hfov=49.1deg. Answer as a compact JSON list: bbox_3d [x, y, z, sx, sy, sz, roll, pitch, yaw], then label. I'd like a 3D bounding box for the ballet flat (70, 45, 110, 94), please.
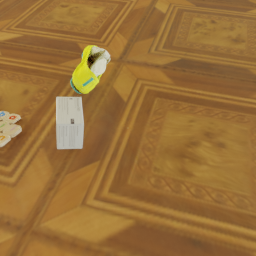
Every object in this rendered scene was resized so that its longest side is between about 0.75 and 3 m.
[{"bbox_3d":[-0.899,-1.774,7.787,0.815,0.812,2.430,-30,28,26],"label":"ballet flat"}]

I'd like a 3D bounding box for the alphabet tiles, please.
[{"bbox_3d":[-3.504,0.030,6.799,1.665,0.122,1.628,13,36,14],"label":"alphabet tiles"}]

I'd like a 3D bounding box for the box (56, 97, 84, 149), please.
[{"bbox_3d":[-1.310,-0.111,6.264,0.566,0.866,0.862,-1,48,-14],"label":"box"}]
